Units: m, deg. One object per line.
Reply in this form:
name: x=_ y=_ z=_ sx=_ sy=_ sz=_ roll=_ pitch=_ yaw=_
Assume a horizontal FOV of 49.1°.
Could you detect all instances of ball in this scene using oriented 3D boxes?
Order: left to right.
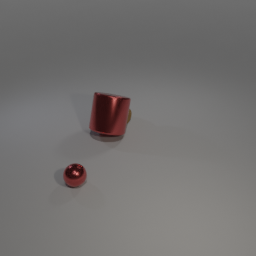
ball: x=-1.583 y=1.404 z=8.364 sx=0.700 sy=0.700 sz=0.700 roll=0 pitch=30 yaw=0

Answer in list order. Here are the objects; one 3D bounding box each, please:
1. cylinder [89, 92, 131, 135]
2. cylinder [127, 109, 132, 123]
cylinder: x=-0.689 y=-0.558 z=10.594 sx=1.400 sy=1.400 sz=1.400 roll=10 pitch=9 yaw=-2
cylinder: x=-0.323 y=-0.572 z=11.706 sx=0.700 sy=0.700 sz=0.700 roll=21 pitch=37 yaw=32
